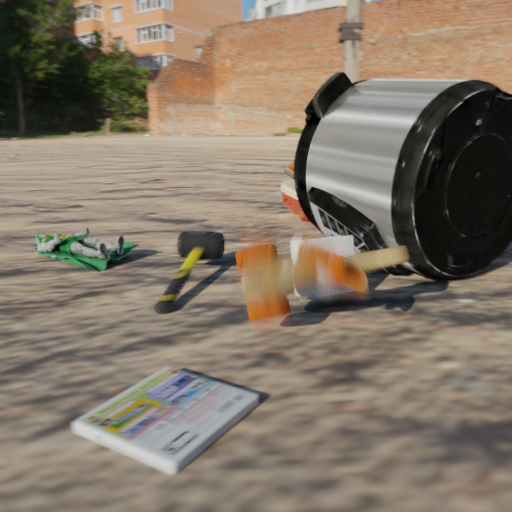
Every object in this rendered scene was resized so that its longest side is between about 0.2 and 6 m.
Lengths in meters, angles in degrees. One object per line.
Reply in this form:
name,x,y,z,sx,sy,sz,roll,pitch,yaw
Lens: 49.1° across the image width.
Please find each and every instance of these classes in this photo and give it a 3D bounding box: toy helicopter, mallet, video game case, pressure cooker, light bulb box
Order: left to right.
video game case,-0.750,1.370,4.878,1.093,0.132,1.200,9,18,31
mallet,-0.932,0.210,8.268,0.729,0.455,2.213,-2,26,5
light bulb box,0.920,0.136,7.606,0.758,0.765,0.477,-6,3,-33
toy helicopter,0.831,0.113,6.180,2.026,0.799,1.340,-10,-7,-19
pressure cooker,2.416,-1.417,9.556,3.150,3.102,3.526,-5,19,-32

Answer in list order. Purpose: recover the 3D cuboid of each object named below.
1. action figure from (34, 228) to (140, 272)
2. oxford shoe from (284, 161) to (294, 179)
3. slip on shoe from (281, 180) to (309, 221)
action figure,-3.245,-0.180,9.954,2.054,0.562,1.213,5,19,32
oxford shoe,2.247,-1.621,12.050,3.311,1.180,1.181,15,12,-4
slip on shoe,1.313,-1.099,13.067,0.831,0.686,2.243,-15,33,-27
